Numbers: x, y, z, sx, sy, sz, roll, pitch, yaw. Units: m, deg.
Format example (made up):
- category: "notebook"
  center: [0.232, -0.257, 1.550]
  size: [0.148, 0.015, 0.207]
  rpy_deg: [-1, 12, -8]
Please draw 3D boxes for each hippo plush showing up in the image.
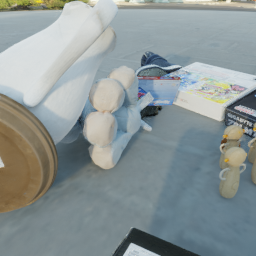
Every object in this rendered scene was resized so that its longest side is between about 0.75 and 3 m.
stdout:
- category: "hippo plush"
  center: [-0.857, -0.525, 6.796]
  size: [2.158, 2.138, 2.684]
  rpy_deg: [14, 31, 23]

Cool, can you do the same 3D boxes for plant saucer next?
- category: "plant saucer"
  center: [-2.334, 0.499, 4.347]
  size: [2.434, 2.434, 0.359]
  rpy_deg: [0, 31, 0]

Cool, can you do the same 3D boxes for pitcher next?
- category: "pitcher"
  center: [-1.380, -0.873, 4.864]
  size: [2.983, 1.808, 2.559]
  rpy_deg: [-51, 16, -4]

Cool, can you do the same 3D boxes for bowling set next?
- category: "bowling set"
  center: [2.569, 0.326, 6.046]
  size: [2.435, 1.307, 1.695]
  rpy_deg: [-12, 30, -22]

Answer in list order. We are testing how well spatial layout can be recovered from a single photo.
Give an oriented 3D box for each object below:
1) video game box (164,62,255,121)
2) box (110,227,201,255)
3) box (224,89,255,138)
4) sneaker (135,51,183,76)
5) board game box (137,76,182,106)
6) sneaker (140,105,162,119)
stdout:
- category: "video game box"
  center: [2.791, -1.441, 9.930]
  size: [2.707, 0.696, 2.971]
  rpy_deg: [-25, 36, -33]
- category: "box"
  center: [0.683, 2.043, 2.443]
  size: [1.961, 1.606, 0.844]
  rpy_deg: [15, 31, 24]
- category: "box"
  center: [4.666, -0.410, 7.599]
  size: [2.816, 0.705, 2.837]
  rpy_deg: [-27, 36, -23]
- category: "sneaker"
  center: [0.832, -2.422, 11.476]
  size: [2.571, 0.978, 1.858]
  rpy_deg: [-12, 39, -40]
- category: "board game box"
  center: [0.558, -1.051, 8.048]
  size: [1.851, 0.953, 0.180]
  rpy_deg: [-2, 44, -19]
- category: "sneaker"
  center: [0.706, -0.519, 8.686]
  size: [0.958, 0.364, 0.435]
  rpy_deg: [-38, 84, -26]
